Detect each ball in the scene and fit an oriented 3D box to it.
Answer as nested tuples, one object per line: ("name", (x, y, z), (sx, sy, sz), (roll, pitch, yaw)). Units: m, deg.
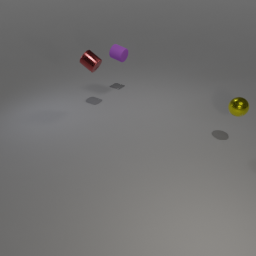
("ball", (3.915, -0.747, 9.906), (0.700, 0.700, 0.700), (0, 31, 0))

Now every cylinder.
("cylinder", (-0.453, -3.724, 13.935), (0.700, 0.700, 0.700), (29, 40, 21))
("cylinder", (-1.597, -2.867, 12.033), (0.700, 0.700, 0.700), (40, 39, 2))
